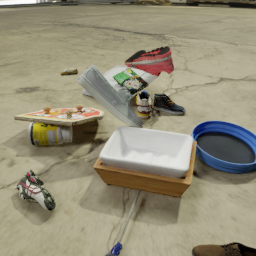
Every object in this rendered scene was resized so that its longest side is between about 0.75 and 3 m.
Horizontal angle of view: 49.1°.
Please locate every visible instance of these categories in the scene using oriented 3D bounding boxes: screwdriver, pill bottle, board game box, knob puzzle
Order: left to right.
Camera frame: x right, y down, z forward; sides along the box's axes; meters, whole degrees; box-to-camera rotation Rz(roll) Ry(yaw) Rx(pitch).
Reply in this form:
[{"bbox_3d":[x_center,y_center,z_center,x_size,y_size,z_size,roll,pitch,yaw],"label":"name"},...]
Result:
[{"bbox_3d":[-2.559,0.179,9.332,1.336,0.764,0.764,-2,30,-3],"label":"pill bottle"},{"bbox_3d":[-2.163,-0.630,10.311,3.159,0.438,3.159,0,12,0],"label":"knob puzzle"},{"bbox_3d":[-0.078,2.317,5.990,0.426,0.408,2.925,37,35,1],"label":"screwdriver"},{"bbox_3d":[0.087,-1.994,11.874,0.884,0.198,1.688,-32,43,-7],"label":"board game box"}]

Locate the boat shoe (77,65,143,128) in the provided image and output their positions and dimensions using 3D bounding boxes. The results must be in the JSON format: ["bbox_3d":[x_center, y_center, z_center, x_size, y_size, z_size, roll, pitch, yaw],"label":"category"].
[{"bbox_3d":[-0.361,-0.932,8.702,2.557,0.911,0.892,41,1,-12],"label":"boat shoe"}]

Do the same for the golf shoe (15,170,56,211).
[{"bbox_3d":[-2.325,1.695,7.071,0.635,0.556,1.441,-41,46,-15],"label":"golf shoe"}]

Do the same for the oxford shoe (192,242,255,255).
[{"bbox_3d":[1.963,2.454,5.551,1.362,0.575,0.495,2,32,7],"label":"oxford shoe"}]

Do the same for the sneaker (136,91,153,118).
[{"bbox_3d":[0.703,-1.214,11.592,0.768,0.924,2.050,0,31,-2],"label":"sneaker"}]

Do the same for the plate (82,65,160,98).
[{"bbox_3d":[-0.367,-2.213,13.030,2.777,0.449,2.771,18,46,38],"label":"plate"}]

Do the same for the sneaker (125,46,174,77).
[{"bbox_3d":[0.690,-2.113,9.492,0.768,0.903,2.083,-43,31,-28],"label":"sneaker"}]

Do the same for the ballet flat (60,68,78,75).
[{"bbox_3d":[-3.301,-3.179,15.653,1.008,0.318,0.346,-6,30,-11],"label":"ballet flat"}]

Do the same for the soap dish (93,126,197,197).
[{"bbox_3d":[0.560,0.889,7.829,2.500,1.015,1.967,8,31,13],"label":"soap dish"}]

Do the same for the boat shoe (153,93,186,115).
[{"bbox_3d":[1.690,-1.000,11.497,1.428,0.648,0.505,13,33,22],"label":"boat shoe"}]

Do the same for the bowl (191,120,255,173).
[{"bbox_3d":[3.075,0.550,8.788,2.236,0.439,2.236,4,35,-3],"label":"bowl"}]
